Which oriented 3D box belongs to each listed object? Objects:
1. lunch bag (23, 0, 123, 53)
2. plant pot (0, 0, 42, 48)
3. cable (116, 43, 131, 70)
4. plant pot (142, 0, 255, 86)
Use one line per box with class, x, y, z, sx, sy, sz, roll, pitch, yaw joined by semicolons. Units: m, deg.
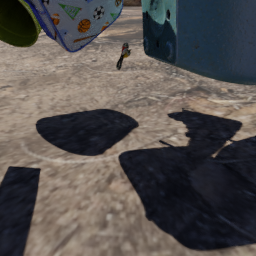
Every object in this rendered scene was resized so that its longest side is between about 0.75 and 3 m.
lunch bag;-1.100;-2.731;5.338;1.969;2.458;0.929;-41;66;-9
plant pot;-2.916;-3.571;7.584;1.960;1.960;1.887;10;59;18
cable;-0.153;-1.666;6.470;0.198;0.381;0.785;-10;-16;-34
plant pot;1.758;-2.210;5.287;2.753;2.695;2.703;-11;24;-14
